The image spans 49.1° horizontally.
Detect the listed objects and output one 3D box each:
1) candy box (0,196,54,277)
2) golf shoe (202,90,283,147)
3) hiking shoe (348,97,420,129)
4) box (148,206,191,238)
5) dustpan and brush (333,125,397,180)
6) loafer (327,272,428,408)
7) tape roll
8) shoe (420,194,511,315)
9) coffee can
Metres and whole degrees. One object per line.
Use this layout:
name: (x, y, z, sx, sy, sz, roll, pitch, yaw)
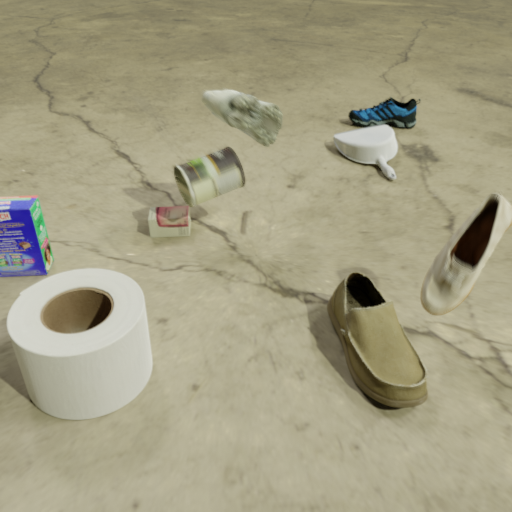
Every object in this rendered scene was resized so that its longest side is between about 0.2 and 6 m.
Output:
candy box: (-4.350, -0.330, 9.887, 1.180, 1.395, 0.537, -2, 35, -3)
golf shoe: (-0.214, -2.650, 10.395, 0.971, 0.782, 1.998, 29, 7, 27)
hiking shoe: (3.540, -4.061, 15.621, 1.902, 0.824, 0.707, 2, 35, 3)
box: (-1.727, -0.688, 11.218, 0.802, 0.437, 0.513, -2, 36, -3)
dustpan and brush: (2.949, -2.519, 13.787, 1.548, 0.635, 2.218, -12, 30, -6)
loafer: (1.713, 1.150, 8.283, 0.951, 0.844, 2.502, -11, 37, -15)
tape roll: (-2.410, 1.195, 7.874, 1.818, 1.248, 1.818, 0, 35, 0)
shoe: (2.948, -0.037, 7.961, 0.681, 0.520, 1.949, 34, 91, 31)
coffee can: (-0.880, -1.488, 10.568, 1.109, 0.812, 0.812, -24, 41, -17)
